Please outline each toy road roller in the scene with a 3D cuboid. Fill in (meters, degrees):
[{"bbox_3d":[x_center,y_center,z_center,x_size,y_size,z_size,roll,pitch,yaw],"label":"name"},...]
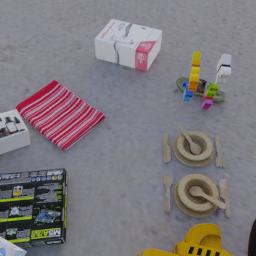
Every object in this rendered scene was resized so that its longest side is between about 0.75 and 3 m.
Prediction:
[{"bbox_3d":[1.309,3.144,6.444,2.518,1.547,1.838,11,40,2],"label":"toy road roller"}]

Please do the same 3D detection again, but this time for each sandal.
[{"bbox_3d":[2.827,-1.604,10.788,1.969,0.562,0.782,21,54,16],"label":"sandal"}]

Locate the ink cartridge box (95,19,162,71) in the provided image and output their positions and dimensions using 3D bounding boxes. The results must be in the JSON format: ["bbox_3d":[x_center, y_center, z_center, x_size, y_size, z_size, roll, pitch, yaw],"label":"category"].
[{"bbox_3d":[0.018,-3.604,12.093,2.445,1.012,1.791,18,54,14],"label":"ink cartridge box"}]

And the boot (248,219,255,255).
[{"bbox_3d":[3.688,3.479,6.606,1.315,1.014,2.713,13,60,-4],"label":"boot"}]

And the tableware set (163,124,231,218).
[{"bbox_3d":[2.086,1.197,8.527,1.955,0.593,2.958,4,51,3],"label":"tableware set"}]

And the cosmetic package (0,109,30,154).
[{"bbox_3d":[-4.715,0.372,8.798,2.876,0.728,1.187,-21,52,-29],"label":"cosmetic package"}]

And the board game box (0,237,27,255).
[{"bbox_3d":[-4.378,3.545,6.285,2.969,0.647,2.983,20,66,17],"label":"board game box"}]

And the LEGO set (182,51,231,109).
[{"bbox_3d":[2.442,-1.718,9.159,1.142,2.994,1.229,8,77,6],"label":"LEGO set"}]

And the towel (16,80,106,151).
[{"bbox_3d":[-2.477,-0.573,10.134,2.810,0.316,2.032,35,60,24],"label":"towel"}]

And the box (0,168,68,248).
[{"bbox_3d":[-2.808,2.203,7.793,2.174,0.516,2.099,-5,54,-4],"label":"box"}]
